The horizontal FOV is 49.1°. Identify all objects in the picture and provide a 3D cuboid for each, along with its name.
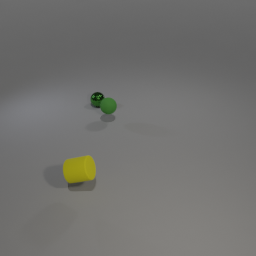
[{"bbox_3d":[-1.429,-1.351,13.216,0.700,0.700,0.700,0,31,0],"label":"ball"},{"bbox_3d":[-0.813,-0.915,11.627,0.700,0.700,0.700,0,31,0],"label":"ball"},{"bbox_3d":[-1.370,1.175,7.951,0.700,0.700,0.700,-11,28,16],"label":"cylinder"}]
